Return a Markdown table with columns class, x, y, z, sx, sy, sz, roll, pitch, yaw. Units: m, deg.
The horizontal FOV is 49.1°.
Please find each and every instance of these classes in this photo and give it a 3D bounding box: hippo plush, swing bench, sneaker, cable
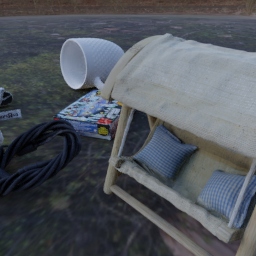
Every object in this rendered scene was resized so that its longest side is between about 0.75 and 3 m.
| class | x | y | z | sx | sy | sz | roll | pitch | yaw |
| --- | --- | --- | --- | --- | --- | --- | --- | --- | --- |
| hippo plush | -3.252 | 0.452 | 5.721 | 2.043 | 1.627 | 1.642 | -9 | 55 | 3 |
| swing bench | 1.060 | 0.191 | 4.218 | 1.776 | 2.737 | 2.722 | -24 | 36 | -37 |
| sneaker | -4.597 | -0.861 | 9.044 | 1.603 | 0.591 | 0.641 | -9 | 13 | -27 |
| cable | -1.865 | 0.535 | 5.397 | 2.061 | 0.523 | 1.681 | -15 | 32 | 14 |

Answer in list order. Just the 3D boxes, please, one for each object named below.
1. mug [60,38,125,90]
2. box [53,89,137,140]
| class | x | y | z | sx | sy | sz | roll | pitch | yaw |
| --- | --- | --- | --- | --- | --- | --- | --- | --- | --- |
| mug | -1.049 | -2.305 | 10.777 | 2.167 | 1.824 | 2.471 | -16 | 61 | -39 |
| box | -0.804 | -0.498 | 8.240 | 1.664 | 0.485 | 2.431 | 9 | 28 | 17 |
